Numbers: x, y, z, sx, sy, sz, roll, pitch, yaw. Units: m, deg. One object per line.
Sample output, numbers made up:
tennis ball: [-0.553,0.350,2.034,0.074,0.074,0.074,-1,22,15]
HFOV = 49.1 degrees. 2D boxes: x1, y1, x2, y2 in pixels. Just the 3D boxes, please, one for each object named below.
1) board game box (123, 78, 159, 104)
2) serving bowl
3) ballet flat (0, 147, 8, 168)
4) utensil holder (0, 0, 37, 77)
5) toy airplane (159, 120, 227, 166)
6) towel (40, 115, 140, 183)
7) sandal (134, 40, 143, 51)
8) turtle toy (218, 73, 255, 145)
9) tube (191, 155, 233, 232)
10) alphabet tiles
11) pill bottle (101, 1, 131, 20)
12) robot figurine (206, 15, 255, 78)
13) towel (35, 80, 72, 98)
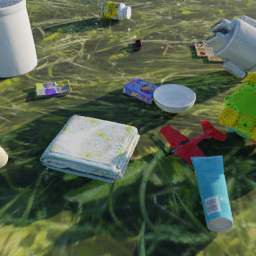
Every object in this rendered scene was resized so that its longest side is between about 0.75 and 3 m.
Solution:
board game box: [0.508,-1.309,9.669,1.145,0.256,0.770,28,48,28]
serving bowl: [1.475,-0.891,9.041,1.334,0.439,1.334,0,40,0]
ballet flat: [-3.928,0.556,6.074,2.701,0.898,0.767,21,4,-45]
utensil holder: [-4.668,-3.461,10.465,2.126,2.502,2.126,1,41,-1]
toy airplane: [1.825,0.379,7.611,2.002,0.368,2.002,1,42,-1]
towel: [-0.921,0.487,7.400,2.160,0.520,1.849,12,39,14]
sandal: [0.467,-3.766,12.570,0.382,0.229,1.017,4,41,5]
turtle toy: [3.741,-0.224,7.600,2.506,1.267,1.827,34,74,29]
tube: [1.929,1.338,6.417,0.782,0.509,2.020,-1,38,7]
alphabet tiles: [4.186,-3.372,12.228,2.436,0.077,2.027,3,41,3]
pill bottle: [-0.628,-6.290,15.063,1.479,0.828,0.828,14,43,17]
robot figurine: [4.247,-3.007,10.384,2.640,2.239,1.491,21,0,-14]
towel: [-2.630,-1.400,9.870,1.237,0.141,0.888,-9,42,-11]
